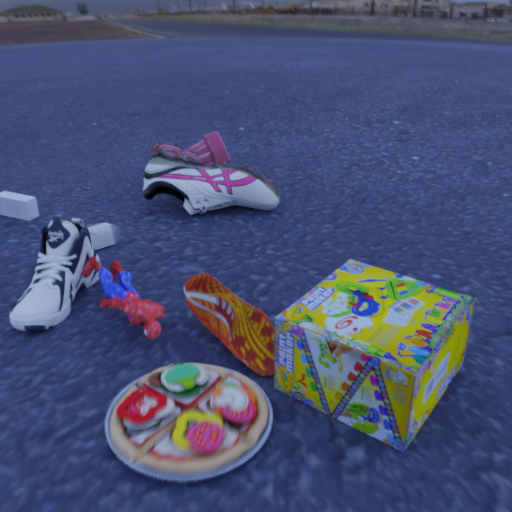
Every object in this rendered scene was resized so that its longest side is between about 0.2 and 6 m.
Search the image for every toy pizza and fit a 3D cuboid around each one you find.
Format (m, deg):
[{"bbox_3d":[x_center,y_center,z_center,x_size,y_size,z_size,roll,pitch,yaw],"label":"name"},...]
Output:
[{"bbox_3d":[-0.882,2.039,7.452,2.209,0.350,2.209,1,25,0],"label":"toy pizza"}]

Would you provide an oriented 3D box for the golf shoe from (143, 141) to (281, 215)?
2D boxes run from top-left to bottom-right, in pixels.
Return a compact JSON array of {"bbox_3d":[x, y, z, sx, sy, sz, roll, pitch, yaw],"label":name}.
[{"bbox_3d":[-1.116,-1.595,13.916,3.416,1.573,1.240,16,-15,2],"label":"golf shoe"}]

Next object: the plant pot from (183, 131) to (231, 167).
[{"bbox_3d":[-1.436,-2.422,15.098,1.352,1.511,1.511,-22,31,-7],"label":"plant pot"}]

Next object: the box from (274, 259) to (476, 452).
[{"bbox_3d":[1.687,1.250,8.033,2.054,1.301,2.133,20,34,33],"label":"box"}]

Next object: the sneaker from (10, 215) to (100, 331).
[{"bbox_3d":[-3.593,0.137,9.898,0.959,1.563,2.402,9,29,18],"label":"sneaker"}]

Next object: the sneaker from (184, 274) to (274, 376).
[{"bbox_3d":[-0.328,1.114,8.962,0.793,0.838,2.172,-34,55,-18],"label":"sneaker"}]

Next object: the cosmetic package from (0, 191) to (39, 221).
[{"bbox_3d":[-5.833,-1.222,13.644,1.014,0.514,0.361,13,30,21],"label":"cosmetic package"}]

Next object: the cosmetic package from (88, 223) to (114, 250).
[{"bbox_3d":[-3.541,-0.358,12.000,0.890,0.453,0.330,-19,28,-30],"label":"cosmetic package"}]

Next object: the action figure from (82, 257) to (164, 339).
[{"bbox_3d":[-2.180,0.726,9.397,0.806,0.637,2.465,18,8,-39],"label":"action figure"}]
